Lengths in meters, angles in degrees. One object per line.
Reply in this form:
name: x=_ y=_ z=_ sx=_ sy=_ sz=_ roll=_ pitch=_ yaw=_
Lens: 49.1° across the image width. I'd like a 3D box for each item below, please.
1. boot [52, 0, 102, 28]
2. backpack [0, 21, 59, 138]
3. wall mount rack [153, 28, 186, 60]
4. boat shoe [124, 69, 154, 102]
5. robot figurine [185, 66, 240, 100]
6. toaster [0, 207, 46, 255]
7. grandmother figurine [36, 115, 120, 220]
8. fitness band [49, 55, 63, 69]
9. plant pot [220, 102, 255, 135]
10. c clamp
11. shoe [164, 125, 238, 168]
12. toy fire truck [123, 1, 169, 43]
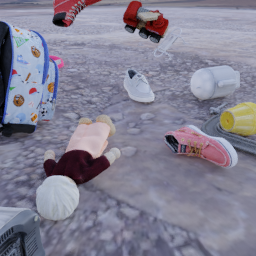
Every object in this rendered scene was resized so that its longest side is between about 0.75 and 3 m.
boot: x=-1.766 y=-4.370 z=10.249 sx=2.074 sy=0.751 sz=1.496 roll=-10 pitch=63 yaw=11
backpack: x=-3.297 y=-1.461 z=7.931 sx=2.991 sy=2.849 sz=2.304 roll=21 pitch=18 yaw=34
wall mount rack: x=1.380 y=-2.964 z=10.009 sx=1.318 sy=0.491 sz=1.145 roll=-48 pitch=45 yaw=-1
boat shoe: x=0.388 y=-1.644 z=10.438 sx=0.813 sy=0.774 sz=2.258 roll=-5 pitch=29 yaw=-10
robot figurine: x=3.077 y=-1.628 z=10.051 sx=1.947 sy=1.099 sz=1.651 roll=-11 pitch=11 yaw=-19
toaster: x=-2.123 y=1.853 z=3.385 sx=1.416 sy=1.246 sz=2.192 roll=4 pitch=22 yaw=14
grandmother figurine: x=-1.038 y=0.722 z=6.064 sx=1.803 sy=0.900 sz=2.973 roll=-15 pitch=26 yaw=22
fitness band: x=-4.240 y=-3.082 z=13.547 sx=1.702 sy=0.444 sz=2.370 roll=17 pitch=32 yaw=33
plant pot: x=2.998 y=-0.223 z=7.581 sx=0.848 sy=0.902 sz=0.902 roll=-6 pitch=28 yaw=-23
c clamp: x=3.445 y=-0.039 z=7.853 sx=2.525 sy=0.400 sz=2.956 roll=-25 pitch=37 yaw=-38
shoe: x=1.634 y=0.487 z=6.664 sx=0.847 sy=0.665 sz=1.862 roll=-14 pitch=26 yaw=-21
toy fire truck: x=0.521 y=-3.691 z=9.365 sx=1.543 sy=1.128 sz=1.753 roll=26 pitch=-8 yaw=11
